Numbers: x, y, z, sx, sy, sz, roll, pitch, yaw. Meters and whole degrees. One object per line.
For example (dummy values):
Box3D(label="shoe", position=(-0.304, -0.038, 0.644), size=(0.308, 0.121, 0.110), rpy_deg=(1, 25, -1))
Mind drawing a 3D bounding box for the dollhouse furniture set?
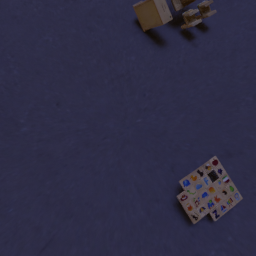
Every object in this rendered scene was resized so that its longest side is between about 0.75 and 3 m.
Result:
Box3D(label="dollhouse furniture set", position=(1.400, -3.977, 8.800), size=(2.027, 1.347, 1.777), rpy_deg=(-33, 111, -15))

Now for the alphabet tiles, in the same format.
Box3D(label="alphabet tiles", position=(1.837, 1.493, 6.431), size=(1.417, 0.053, 1.184), rpy_deg=(-29, 84, -21))
